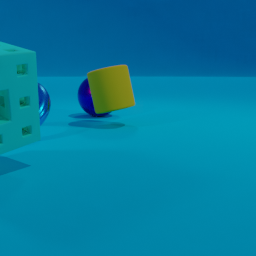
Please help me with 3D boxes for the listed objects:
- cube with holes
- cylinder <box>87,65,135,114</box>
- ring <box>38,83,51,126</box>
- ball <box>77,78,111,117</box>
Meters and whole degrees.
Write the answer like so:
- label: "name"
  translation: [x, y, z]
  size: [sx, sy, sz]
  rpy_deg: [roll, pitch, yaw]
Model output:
- label: "cube with holes"
  translation: [-2.067, -0.413, 3.638]
  size: [1.247, 1.247, 1.247]
  rpy_deg: [22, 30, 33]
- label: "cylinder"
  translation: [-0.423, -0.975, 7.113]
  size: [1.042, 1.042, 1.042]
  rpy_deg: [-12, 7, 2]
- label: "ring"
  translation: [-2.486, -0.426, 5.949]
  size: [1.670, 0.334, 1.670]
  rpy_deg: [-1, 54, 1]
- label: "ball"
  translation: [-0.918, -1.006, 8.741]
  size: [1.303, 1.303, 1.303]
  rpy_deg: [0, 11, 0]
